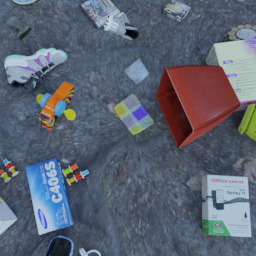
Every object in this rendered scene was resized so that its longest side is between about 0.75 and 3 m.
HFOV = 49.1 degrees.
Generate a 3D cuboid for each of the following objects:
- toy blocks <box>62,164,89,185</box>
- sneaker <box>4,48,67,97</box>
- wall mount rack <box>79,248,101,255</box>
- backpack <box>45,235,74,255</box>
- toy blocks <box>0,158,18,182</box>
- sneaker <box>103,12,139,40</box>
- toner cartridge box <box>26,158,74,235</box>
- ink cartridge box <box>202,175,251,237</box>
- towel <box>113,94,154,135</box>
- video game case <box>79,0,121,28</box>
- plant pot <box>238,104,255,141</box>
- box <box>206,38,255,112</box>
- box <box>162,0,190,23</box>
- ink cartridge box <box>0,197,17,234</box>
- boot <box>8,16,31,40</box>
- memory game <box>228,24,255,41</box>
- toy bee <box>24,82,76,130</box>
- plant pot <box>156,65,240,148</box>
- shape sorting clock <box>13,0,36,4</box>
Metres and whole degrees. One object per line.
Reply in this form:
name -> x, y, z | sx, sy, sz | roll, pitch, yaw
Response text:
toy blocks -> -2.056, 1.740, 11.050 | 0.873, 0.317, 0.728 | -28, 76, -8
sneaker -> -3.851, -2.241, 11.926 | 2.710, 1.054, 1.896 | -11, 75, 7
wall mount rack -> -1.637, 5.286, 9.795 | 1.925, 0.718, 1.673 | -36, 77, -9
backpack -> -2.424, 4.404, 10.036 | 0.920, 0.739, 1.006 | 15, 77, 4
toy blocks -> -4.824, 1.658, 11.093 | 0.644, 0.280, 0.772 | -40, 77, -11
sneaker -> -0.065, -3.154, 8.934 | 0.994, 1.722, 0.646 | 30, 121, 4
toner cartridge box -> -2.990, 2.564, 10.676 | 1.225, 0.557, 2.578 | -17, 74, -5
ink cartridge box -> 3.603, 2.851, 10.414 | 1.562, 0.885, 2.131 | 2, 74, 1
towel -> 0.217, -0.580, 11.805 | 1.141, 0.181, 1.588 | -32, 76, -10
video game case -> -1.340, -5.631, 13.288 | 1.376, 0.194, 1.523 | -35, 77, -9
plant pot -> 5.110, -0.200, 11.003 | 1.198, 1.314, 1.321 | 23, 90, 18
box -> 4.828, -2.174, 11.689 | 2.364, 1.299, 2.688 | -9, 75, -3
box -> 2.271, -5.563, 13.232 | 1.071, 0.259, 0.848 | 33, 77, 9
ink cartridge box -> -5.650, 2.943, 9.908 | 1.814, 1.805, 2.472 | -42, 78, -11
boot -> -5.118, -4.616, 12.899 | 1.023, 0.371, 0.930 | 34, 62, 2
memory game -> 5.334, -4.188, 12.612 | 1.602, 0.102, 1.602 | -5, 51, 7
toy bee -> -3.182, -0.700, 11.391 | 2.655, 1.443, 1.738 | -32, 67, -34
plant pot -> 2.685, -0.980, 10.757 | 2.216, 2.514, 2.512 | -18, 74, -8
shape sorting clock -> -4.910, -6.756, 13.537 | 1.805, 0.354, 1.805 | 0, 73, 0
